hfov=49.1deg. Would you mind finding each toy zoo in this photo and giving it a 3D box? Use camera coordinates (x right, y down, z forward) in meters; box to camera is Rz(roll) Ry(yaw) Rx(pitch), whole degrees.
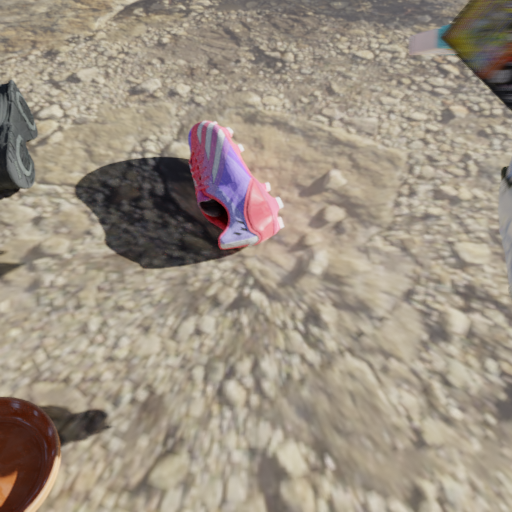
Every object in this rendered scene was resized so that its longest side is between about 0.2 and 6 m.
[{"bbox_3d":[2.909,-2.604,6.596,1.618,0.252,2.466,-6,15,-7],"label":"toy zoo"}]

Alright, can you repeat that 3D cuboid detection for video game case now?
[{"bbox_3d":[2.416,-2.053,4.961,0.152,1.192,1.077,-29,75,-44],"label":"video game case"}]

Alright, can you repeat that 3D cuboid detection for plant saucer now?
[{"bbox_3d":[-3.000,2.334,6.109,1.696,0.274,1.696,1,44,-1],"label":"plant saucer"}]

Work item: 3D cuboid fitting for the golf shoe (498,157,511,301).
[{"bbox_3d":[2.444,-0.307,4.822,1.002,1.244,2.559,-25,1,18],"label":"golf shoe"}]

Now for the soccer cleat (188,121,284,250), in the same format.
[{"bbox_3d":[-0.662,-1.287,9.422,1.182,1.031,3.092,-22,51,-17],"label":"soccer cleat"}]

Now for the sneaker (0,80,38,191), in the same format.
[{"bbox_3d":[-4.908,-2.242,10.336,1.432,1.198,3.156,-16,41,-3],"label":"sneaker"}]
